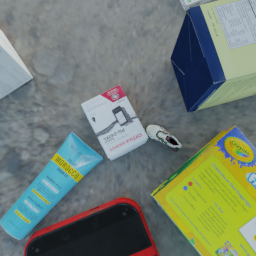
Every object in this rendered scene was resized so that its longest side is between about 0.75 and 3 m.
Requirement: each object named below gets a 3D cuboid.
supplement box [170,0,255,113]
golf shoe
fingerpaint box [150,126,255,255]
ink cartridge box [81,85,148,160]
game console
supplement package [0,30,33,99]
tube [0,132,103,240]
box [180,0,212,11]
[{"bbox_3d":[2.425,-1.603,6.206,2.341,2.343,1.573,-15,81,-2],"label":"supplement box"},{"bbox_3d":[0.887,0.196,6.882,1.014,0.446,0.391,29,83,6],"label":"golf shoe"},{"bbox_3d":[2.347,1.844,6.274,2.421,1.065,2.902,-40,83,-5],"label":"fingerpaint box"},{"bbox_3d":[-0.306,-0.111,6.831,1.083,0.621,1.491,-28,82,-5],"label":"ink cartridge box"},{"bbox_3d":[-0.714,3.214,6.425,2.890,0.449,2.556,-22,86,-3],"label":"game console"},{"bbox_3d":[-3.835,-1.487,6.286,2.244,2.146,1.650,-34,82,-5],"label":"supplement package"},{"bbox_3d":[-1.826,1.375,6.643,1.007,0.655,2.599,42,78,-7],"label":"tube"},{"bbox_3d":[1.789,-4.211,7.697,1.235,0.311,1.711,-21,82,-4],"label":"box"}]
